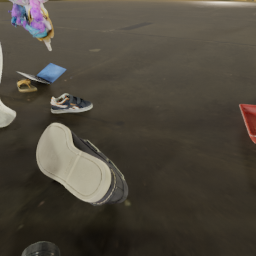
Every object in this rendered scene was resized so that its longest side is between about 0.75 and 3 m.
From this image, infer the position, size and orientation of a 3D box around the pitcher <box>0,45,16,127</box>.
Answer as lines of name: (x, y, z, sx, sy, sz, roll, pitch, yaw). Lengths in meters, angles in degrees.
pitcher: (-4.301, -1.386, 6.859, 2.449, 2.855, 1.731, -9, 30, -12)

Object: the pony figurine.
pony figurine: (-2.520, -3.620, 7.293, 2.274, 2.636, 2.730, -16, 38, -14)

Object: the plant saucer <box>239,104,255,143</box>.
plant saucer: (3.803, -0.032, 6.984, 1.812, 0.333, 1.809, 6, 29, 10)

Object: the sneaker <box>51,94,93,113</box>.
sneaker: (-1.626, -0.730, 8.109, 1.200, 0.476, 0.470, -8, 28, -16)

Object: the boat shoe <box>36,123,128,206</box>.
boat shoe: (-0.985, 0.695, 5.499, 0.845, 0.979, 2.696, 33, -3, -41)

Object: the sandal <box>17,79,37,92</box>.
sandal: (-3.535, -1.520, 9.625, 0.544, 0.365, 1.353, -16, 33, -26)

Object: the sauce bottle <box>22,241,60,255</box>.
sauce bottle: (-0.849, 2.170, 2.611, 0.768, 0.768, 2.327, -7, 28, -13)

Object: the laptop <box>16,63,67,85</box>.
laptop: (-3.151, -2.073, 10.182, 1.183, 0.732, 1.263, 26, 11, 40)
